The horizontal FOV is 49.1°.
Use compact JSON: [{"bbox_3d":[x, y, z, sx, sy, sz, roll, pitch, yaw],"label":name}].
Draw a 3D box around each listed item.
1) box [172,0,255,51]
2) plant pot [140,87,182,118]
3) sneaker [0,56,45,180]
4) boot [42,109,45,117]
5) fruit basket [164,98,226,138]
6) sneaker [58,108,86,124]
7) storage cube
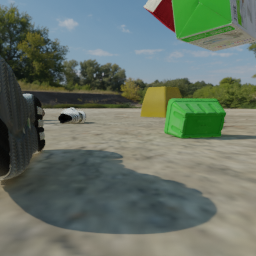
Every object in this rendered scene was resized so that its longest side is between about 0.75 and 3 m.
[{"bbox_3d":[1.975,-3.225,6.240,1.241,2.567,2.265,-5,4,36],"label":"box"},{"bbox_3d":[2.031,-1.493,16.146,1.933,1.705,1.933,6,8,45],"label":"plant pot"},{"bbox_3d":[-1.950,0.029,2.986,1.730,1.124,2.996,-6,-5,-9],"label":"sneaker"},{"bbox_3d":[-5.331,-0.680,12.193,2.731,0.877,2.545,7,7,21],"label":"boot"},{"bbox_3d":[1.432,-0.236,6.549,1.381,0.996,1.381,5,22,-2],"label":"fruit basket"},{"bbox_3d":[-2.423,-0.499,10.937,0.906,0.594,1.574,-2,7,-42],"label":"sneaker"},{"bbox_3d":[1.340,-3.839,8.850,1.107,1.053,1.231,30,20,-28],"label":"storage cube"}]
